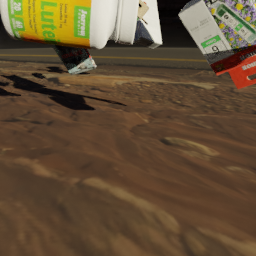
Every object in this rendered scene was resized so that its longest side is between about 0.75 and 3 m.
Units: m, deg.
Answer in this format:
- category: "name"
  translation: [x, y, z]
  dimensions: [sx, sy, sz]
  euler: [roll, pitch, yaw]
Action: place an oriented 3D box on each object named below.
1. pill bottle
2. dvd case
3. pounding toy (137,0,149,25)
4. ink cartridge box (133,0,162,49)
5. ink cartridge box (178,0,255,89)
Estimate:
- category: "pill bottle"
  translation: [-1.120, -2.433, 5.841]
  dimensions: [2.582, 1.434, 1.434]
  euler: [6, 19, -4]
- category: "dvd case"
  translation: [-1.548, -2.105, 7.796]
  dimensions: [0.921, 1.262, 0.139]
  euler: [-8, 42, 28]
- category: "pounding toy"
  translation: [0.321, -2.903, 6.866]
  dimensions: [0.708, 0.369, 0.806]
  euler: [39, 17, -10]
- category: "ink cartridge box"
  translation: [0.495, -3.209, 8.206]
  dimensions: [0.859, 1.576, 0.397]
  euler: [3, -13, -44]
- category: "ink cartridge box"
  translation: [2.429, -1.896, 6.222]
  dimensions: [1.401, 2.572, 0.648]
  euler: [-19, 29, 44]
